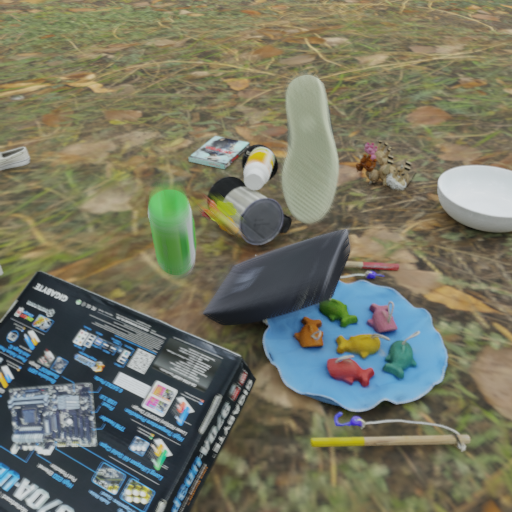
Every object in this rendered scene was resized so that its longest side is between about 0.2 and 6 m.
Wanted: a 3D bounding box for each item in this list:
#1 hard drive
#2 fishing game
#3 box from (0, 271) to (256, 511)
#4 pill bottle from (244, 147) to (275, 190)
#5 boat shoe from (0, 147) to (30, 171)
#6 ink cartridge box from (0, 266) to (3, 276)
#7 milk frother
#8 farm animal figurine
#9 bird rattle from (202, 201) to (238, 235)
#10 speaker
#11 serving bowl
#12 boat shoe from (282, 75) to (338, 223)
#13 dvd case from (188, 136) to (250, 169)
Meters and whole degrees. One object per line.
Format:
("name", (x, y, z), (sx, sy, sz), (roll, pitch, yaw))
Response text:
("hard drive", (0.401, 0.425, 9.648), (2.471, 0.523, 1.667), (-18, 25, 33))
("fishing game", (1.652, 1.262, 9.550), (3.212, 0.697, 4.485), (3, 36, 0))
("box", (-2.267, 2.057, 7.359), (3.667, 0.844, 2.915), (18, 65, 24))
("pill bottle", (0.044, -1.833, 11.893), (0.552, 0.552, 0.994), (7, 41, 10))
("boat shoe", (-6.826, -2.561, 14.883), (1.494, 0.491, 0.538), (-15, 39, -20))
("ink cartridge box", (-5.542, 0.320, 10.747), (0.987, 0.409, 0.725), (-3, 20, 15))
("milk frother", (0.000, -1.368, 12.051), (1.590, 1.762, 1.657), (-8, 26, -29))
("farm animal figurine", (3.236, -2.169, 14.187), (1.542, 0.813, 1.560), (31, 38, 19))
("bird rattle", (-0.610, -0.613, 9.694), (0.456, 0.659, 0.809), (-46, 14, -19))
("speaker", (-1.302, -0.332, 8.770), (0.670, 1.514, 0.670), (1, 55, -1))
("serving bowl", (5.291, -1.202, 12.796), (2.331, 0.767, 2.331), (-1, 36, 0))
("boat shoe", (1.195, -2.267, 12.195), (1.214, 1.013, 3.255), (-5, 77, 16))
("dvd case", (-1.008, -2.898, 15.621), (1.137, 0.171, 1.557), (16, 40, 20))
